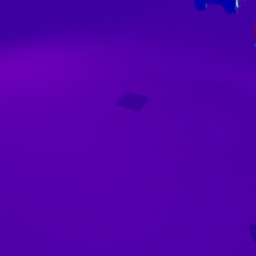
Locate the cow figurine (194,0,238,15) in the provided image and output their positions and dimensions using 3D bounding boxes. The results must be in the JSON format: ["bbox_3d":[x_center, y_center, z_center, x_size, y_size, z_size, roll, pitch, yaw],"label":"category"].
[{"bbox_3d":[1.308,-2.073,3.805,1.090,1.072,0.598,21,78,33],"label":"cow figurine"}]

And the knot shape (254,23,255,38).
[{"bbox_3d":[4.126,-2.753,7.489,1.776,0.877,1.898,12,-15,-32],"label":"knot shape"}]
